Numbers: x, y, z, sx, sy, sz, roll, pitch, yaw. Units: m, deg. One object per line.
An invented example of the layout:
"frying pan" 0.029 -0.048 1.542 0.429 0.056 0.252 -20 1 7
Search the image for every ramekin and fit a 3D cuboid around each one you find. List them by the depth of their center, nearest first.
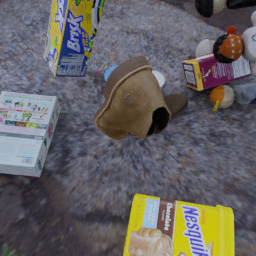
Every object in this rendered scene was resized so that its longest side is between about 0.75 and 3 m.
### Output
"ramekin" 0.717 -1.365 8.555 0.769 0.358 0.769 0 57 -1

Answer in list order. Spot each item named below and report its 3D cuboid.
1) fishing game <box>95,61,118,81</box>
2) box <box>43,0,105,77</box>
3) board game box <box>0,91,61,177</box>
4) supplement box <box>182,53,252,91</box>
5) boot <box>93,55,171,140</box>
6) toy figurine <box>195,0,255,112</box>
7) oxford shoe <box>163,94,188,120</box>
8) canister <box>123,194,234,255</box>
"fishing game" -0.264 -1.593 8.806 1.393 0.217 0.997 24 60 6
"box" -1.229 -2.574 6.474 0.871 2.709 0.949 -6 45 -35
"board game box" -2.847 0.109 7.415 1.596 0.695 2.163 7 59 3
"supplement box" 2.550 -1.738 8.149 1.603 0.827 1.049 -17 16 -3
"boot" 0.040 -0.116 5.048 0.983 2.670 1.007 -29 78 -16
"toy figurine" 2.954 -2.178 7.611 2.043 2.936 2.890 -5 59 8
"oxford shoe" 0.738 -0.612 7.769 2.112 0.891 0.767 -16 57 -12
"canister" 1.046 2.290 5.898 2.087 0.903 1.550 8 58 7
